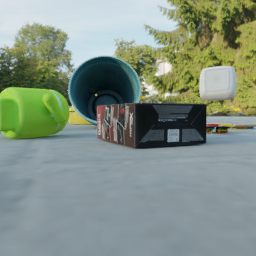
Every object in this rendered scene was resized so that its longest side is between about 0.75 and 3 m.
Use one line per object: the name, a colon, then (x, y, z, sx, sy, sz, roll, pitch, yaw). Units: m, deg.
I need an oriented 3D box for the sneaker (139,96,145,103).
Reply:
sneaker: (-0.028, -1.945, 13.036, 0.986, 2.400, 0.934, -41, -13, 30)

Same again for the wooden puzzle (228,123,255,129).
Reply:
wooden puzzle: (3.922, -0.047, 9.803, 0.925, 0.186, 1.000, -1, -2, -5)

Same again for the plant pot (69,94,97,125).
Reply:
plant pot: (-1.734, -1.394, 14.238, 2.551, 2.400, 2.551, -1, 3, 0)

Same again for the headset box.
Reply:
headset box: (0.304, -0.097, 5.222, 1.395, 0.704, 1.877, -1, 3, -25)

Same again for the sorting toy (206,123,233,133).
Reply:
sorting toy: (2.350, 0.002, 7.599, 0.775, 0.272, 1.607, 0, 2, 1)

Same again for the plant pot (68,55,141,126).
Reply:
plant pot: (-0.859, -1.081, 10.599, 2.466, 2.466, 2.317, 0, -12, -4)

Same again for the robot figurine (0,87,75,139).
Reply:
robot figurine: (-2.107, -0.331, 6.204, 1.636, 1.079, 1.865, 2, 5, 38)

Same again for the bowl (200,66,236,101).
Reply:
bowl: (3.452, -1.785, 10.835, 1.384, 1.382, 0.517, 0, -15, 22)
